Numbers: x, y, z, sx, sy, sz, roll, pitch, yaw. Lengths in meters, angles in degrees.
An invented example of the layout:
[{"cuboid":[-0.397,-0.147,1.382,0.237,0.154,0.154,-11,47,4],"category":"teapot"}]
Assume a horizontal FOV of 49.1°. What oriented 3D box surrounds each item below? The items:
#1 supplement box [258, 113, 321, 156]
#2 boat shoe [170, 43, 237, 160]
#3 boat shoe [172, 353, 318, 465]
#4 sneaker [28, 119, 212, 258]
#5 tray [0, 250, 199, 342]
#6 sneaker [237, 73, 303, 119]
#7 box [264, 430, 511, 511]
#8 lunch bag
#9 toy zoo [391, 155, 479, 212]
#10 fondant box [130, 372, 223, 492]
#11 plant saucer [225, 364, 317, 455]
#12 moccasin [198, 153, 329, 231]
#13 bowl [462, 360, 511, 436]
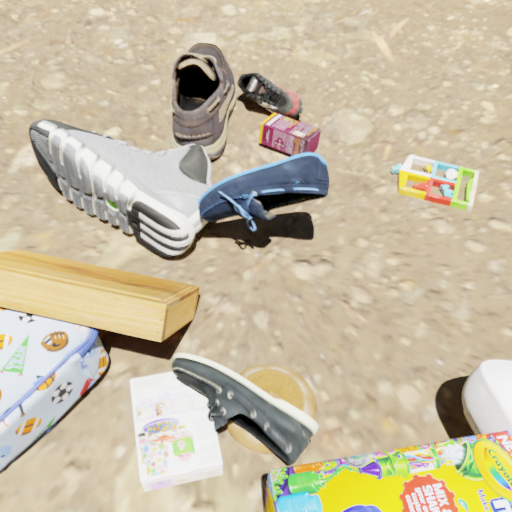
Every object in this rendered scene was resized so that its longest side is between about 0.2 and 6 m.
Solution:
[{"cuboid":[0.610,-2.184,10.213,0.985,0.422,0.543,25,44,18],"category":"supplement box"},{"cuboid":[-0.974,-3.226,10.623,1.228,1.209,3.297,-2,50,-2],"category":"boat shoe"},{"cuboid":[-0.237,1.785,6.460,1.871,0.699,0.620,30,63,0],"category":"boat shoe"},{"cuboid":[-1.955,-1.456,9.276,3.388,1.271,1.957,35,53,14],"category":"sneaker"},{"cuboid":[-2.348,0.445,7.468,2.878,0.533,1.420,12,8,9],"category":"tray"},{"cuboid":[0.216,-3.107,10.790,1.533,0.542,0.749,39,18,30],"category":"sneaker"},{"cuboid":[1.470,3.208,5.045,2.405,1.523,2.497,-7,51,-7],"category":"box"},{"cuboid":[-3.310,1.430,6.924,2.037,0.961,2.543,32,56,26],"category":"lunch bag"},{"cuboid":[3.059,-1.305,9.712,1.445,0.148,0.948,16,52,13],"category":"toy zoo"},{"cuboid":[-0.975,2.043,6.741,0.935,0.378,1.297,-8,50,-11],"category":"fondant box"},{"cuboid":[0.166,1.854,7.019,1.212,0.215,1.212,0,50,0],"category":"plant saucer"},{"cuboid":[0.050,-0.827,7.904,2.022,0.814,0.690,-20,71,27],"category":"moccasin"},{"cuboid":[3.095,2.042,6.248,1.726,0.645,1.728,13,40,-38],"category":"bowl"}]
